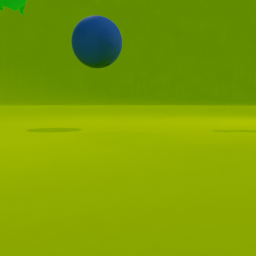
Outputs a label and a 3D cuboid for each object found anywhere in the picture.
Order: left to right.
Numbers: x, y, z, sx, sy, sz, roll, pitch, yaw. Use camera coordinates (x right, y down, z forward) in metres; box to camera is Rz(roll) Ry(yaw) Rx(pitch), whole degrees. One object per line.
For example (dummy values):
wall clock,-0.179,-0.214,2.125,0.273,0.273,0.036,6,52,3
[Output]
teapot,-3.599,-3.921,8.325,1.158,0.912,1.862,33,11,16
ball,-0.823,-2.270,7.450,1.339,1.339,1.339,0,5,0
